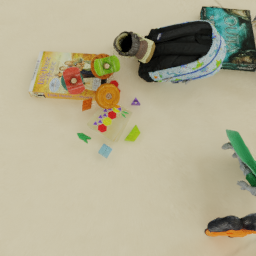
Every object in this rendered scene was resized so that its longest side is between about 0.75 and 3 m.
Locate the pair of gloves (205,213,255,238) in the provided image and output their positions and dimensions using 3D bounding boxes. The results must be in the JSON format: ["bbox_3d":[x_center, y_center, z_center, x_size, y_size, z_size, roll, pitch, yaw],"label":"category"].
[{"bbox_3d":[2.845,1.681,4.738,2.913,2.595,0.360,2,67,1],"label":"pair of gloves"}]

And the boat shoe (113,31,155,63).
[{"bbox_3d":[-0.001,-2.245,7.383,0.665,2.053,0.751,17,101,-30],"label":"boat shoe"}]

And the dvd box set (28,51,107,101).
[{"bbox_3d":[-1.569,-1.456,7.718,2.001,0.294,1.464,4,62,2],"label":"dvd box set"}]

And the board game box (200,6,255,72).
[{"bbox_3d":[2.964,-2.708,8.355,1.535,0.320,2.270,5,62,2],"label":"board game box"}]

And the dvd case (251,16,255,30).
[{"bbox_3d":[4.058,-2.194,7.221,2.319,0.185,1.724,49,57,-17],"label":"dvd case"}]

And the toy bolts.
[{"bbox_3d":[-0.938,-1.117,7.035,1.425,0.988,1.361,-13,103,-15],"label":"toy bolts"}]

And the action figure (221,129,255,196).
[{"bbox_3d":[2.635,1.139,5.521,0.626,1.353,2.291,-44,33,22],"label":"action figure"}]

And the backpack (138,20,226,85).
[{"bbox_3d":[1.447,-1.936,7.164,1.539,2.002,1.633,27,68,-32],"label":"backpack"}]

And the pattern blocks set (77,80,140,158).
[{"bbox_3d":[-0.425,-0.223,6.988,1.618,0.149,1.841,41,64,6],"label":"pattern blocks set"}]
